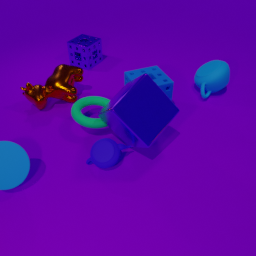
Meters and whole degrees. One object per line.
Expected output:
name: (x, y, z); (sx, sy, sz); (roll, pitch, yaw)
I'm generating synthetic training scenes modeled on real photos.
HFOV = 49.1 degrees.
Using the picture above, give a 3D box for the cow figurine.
cow figurine: (-2.394, -1.369, 8.901); (1.690, 0.943, 1.718); (14, 67, -5)

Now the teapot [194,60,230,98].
teapot: (2.925, -1.710, 9.480); (1.184, 0.932, 1.904); (0, 44, 50)

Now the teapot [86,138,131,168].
teapot: (-0.501, 0.636, 6.974); (1.209, 0.592, 0.751); (-24, 67, 4)

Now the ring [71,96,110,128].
ring: (-0.930, -0.466, 7.919); (1.327, 0.265, 1.327); (5, 40, -4)

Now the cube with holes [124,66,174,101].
cube with holes: (0.603, -1.085, 8.609); (1.108, 1.108, 1.108); (-15, 42, -16)

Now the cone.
cone: (-2.818, 0.811, 6.655); (1.077, 1.077, 1.081); (-9, 3, -11)

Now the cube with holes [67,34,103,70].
cube with holes: (-1.671, -2.994, 11.004); (0.945, 0.945, 0.945); (21, 45, 23)

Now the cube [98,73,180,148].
cube: (0.230, -0.382, 6.985); (1.258, 1.258, 1.258); (-48, 13, -16)
